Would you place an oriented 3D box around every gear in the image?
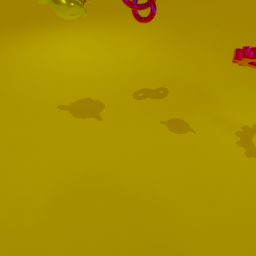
[{"bbox_3d":[3.730,-1.862,7.530,1.717,0.318,1.717,8,6,-1],"label":"gear"}]

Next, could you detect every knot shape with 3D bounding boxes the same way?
[{"bbox_3d":[0.369,-4.353,9.451,1.314,1.404,0.649,12,15,-13],"label":"knot shape"}]

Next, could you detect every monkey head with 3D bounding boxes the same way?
[{"bbox_3d":[-1.872,-4.044,8.540,1.840,1.324,1.109,23,61,16],"label":"monkey head"}]
